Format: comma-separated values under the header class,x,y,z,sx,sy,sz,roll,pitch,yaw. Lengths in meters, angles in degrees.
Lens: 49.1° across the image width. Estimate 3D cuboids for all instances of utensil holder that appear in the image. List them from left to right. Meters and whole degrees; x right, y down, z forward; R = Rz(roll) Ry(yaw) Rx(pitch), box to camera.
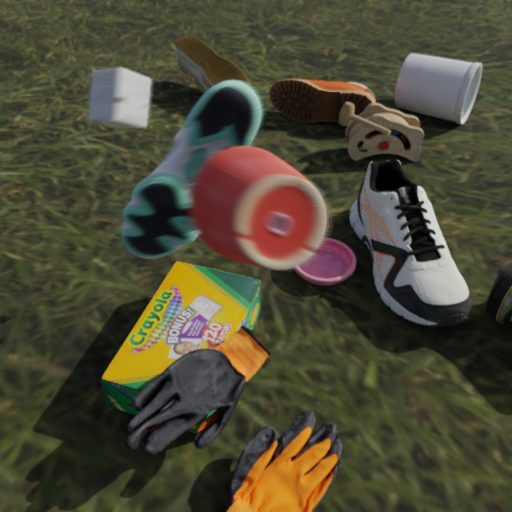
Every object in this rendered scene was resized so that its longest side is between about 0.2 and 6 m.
class,x,y,z,sx,sy,sz,roll,pitch,yaw
utensil holder,4.413,-4.102,13.666,1.680,1.428,1.428,20,46,23

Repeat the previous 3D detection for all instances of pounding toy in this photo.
class,x,y,z,sx,sy,sz,roll,pitch,yaw
pounding toy,2.640,-2.478,12.180,2.097,1.199,1.203,15,41,-12

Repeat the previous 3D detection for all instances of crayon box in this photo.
class,x,y,z,sx,sy,sz,roll,pitch,yaw
crayon box,-0.988,1.254,8.283,1.474,0.723,2.481,12,44,13

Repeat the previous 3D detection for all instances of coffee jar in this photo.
class,x,y,z,sx,sy,sz,roll,pitch,yaw
coffee jar,4.429,0.944,8.431,0.829,1.013,1.943,-25,47,-25

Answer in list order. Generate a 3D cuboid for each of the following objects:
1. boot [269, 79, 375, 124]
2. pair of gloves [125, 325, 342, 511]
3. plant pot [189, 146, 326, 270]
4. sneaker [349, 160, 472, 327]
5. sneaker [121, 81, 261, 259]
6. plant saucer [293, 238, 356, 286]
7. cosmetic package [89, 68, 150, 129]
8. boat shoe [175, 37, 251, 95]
class,x,y,z,sx,sy,sz,roll,pitch,yaw
boot,1.681,-3.893,13.895,2.625,0.985,1.407,14,34,12
pair of gloves,-0.212,2.232,6.922,2.216,0.307,2.487,-36,76,-31
plant pot,0.054,-0.409,5.358,1.213,1.213,1.074,-15,19,-16
sneaker,2.528,-0.313,9.540,1.299,1.410,3.525,-10,45,-13
sneaker,-0.798,-1.162,7.540,0.987,2.538,1.775,37,12,-11
plant saucer,1.177,0.134,9.848,1.128,0.286,1.128,0,43,0
cosmetic package,-2.167,-2.476,8.893,0.660,0.800,0.659,7,4,35
boat shoe,-1.121,-4.635,14.601,1.001,0.898,2.704,-29,65,-27
